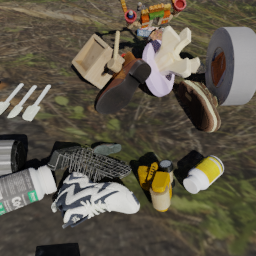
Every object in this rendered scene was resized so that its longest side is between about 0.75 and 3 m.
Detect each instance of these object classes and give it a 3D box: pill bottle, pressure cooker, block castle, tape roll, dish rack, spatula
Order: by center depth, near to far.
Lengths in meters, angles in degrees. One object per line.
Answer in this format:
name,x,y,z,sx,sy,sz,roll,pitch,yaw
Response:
pill bottle,-2.832,1.616,7.514,1.629,0.921,0.921,-19,43,-20
dish rack,-0.997,1.057,7.906,2.086,0.569,1.600,18,9,16
pill bottle,2.153,1.343,8.038,1.206,0.676,0.676,-31,49,-33
pressure cooker,-3.773,0.945,8.109,1.373,1.208,1.226,-1,36,-7
tape roll,3.875,-2.314,10.682,0.961,2.910,2.910,-1,40,-3
block castle,0.865,-4.905,10.721,2.413,1.612,1.132,-15,-3,-4
spatula,-4.295,-1.176,11.458,1.772,0.205,2.548,4,40,6

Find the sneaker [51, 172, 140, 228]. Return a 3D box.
sneaker,-0.938,2.032,7.060,2.226,0.888,1.448,18,45,19

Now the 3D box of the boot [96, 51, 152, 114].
boot,-0.500,-2.000,11.619,2.689,0.978,2.857,-51,27,8

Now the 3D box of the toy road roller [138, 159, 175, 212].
toy road roller,0.715,1.533,7.728,1.007,0.848,1.380,0,33,19

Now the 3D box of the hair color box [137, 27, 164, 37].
hair color box,1.355,-5.760,16.789,1.453,0.440,0.727,15,42,17

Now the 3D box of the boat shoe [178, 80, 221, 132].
boat shoe,2.905,-0.970,10.519,1.120,1.118,3.027,-3,39,-11

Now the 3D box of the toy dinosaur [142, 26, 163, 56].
toy dinosaur,1.369,-4.353,13.911,1.234,1.949,2.876,-3,39,-4

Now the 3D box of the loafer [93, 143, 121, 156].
loafer,-0.707,0.677,9.044,1.020,0.367,0.321,-4,18,-37

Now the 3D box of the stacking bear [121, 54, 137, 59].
stacking bear,-0.011,-3.345,13.808,0.653,0.612,1.076,-21,39,-23

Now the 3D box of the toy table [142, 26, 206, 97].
toy table,1.830,-2.799,11.555,1.684,2.644,2.876,-23,56,39

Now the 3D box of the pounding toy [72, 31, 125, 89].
pounding toy,-0.827,-2.852,11.840,2.336,1.216,2.659,-49,45,10
